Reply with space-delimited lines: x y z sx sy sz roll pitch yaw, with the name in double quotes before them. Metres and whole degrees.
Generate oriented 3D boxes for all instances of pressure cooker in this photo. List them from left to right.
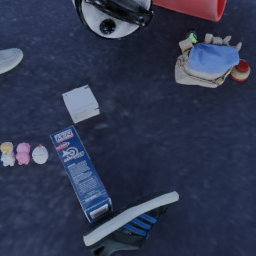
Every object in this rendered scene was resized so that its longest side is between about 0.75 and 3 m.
"pressure cooker" -0.523 -4.147 8.739 2.452 2.490 2.787 -20 48 -1

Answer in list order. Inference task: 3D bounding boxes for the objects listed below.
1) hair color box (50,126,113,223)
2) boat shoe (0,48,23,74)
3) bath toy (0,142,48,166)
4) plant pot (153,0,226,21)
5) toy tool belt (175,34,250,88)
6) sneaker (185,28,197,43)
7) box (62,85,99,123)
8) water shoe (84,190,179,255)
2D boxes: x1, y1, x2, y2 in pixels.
"hair color box" -1.088 1.056 6.559 0.617 1.019 2.038 -25 62 -15
"boat shoe" -4.195 -2.075 8.694 1.875 0.668 0.654 -33 64 -19
"bath toy" -2.737 0.613 7.154 1.382 0.601 0.511 0 36 -5
"plant pot" 2.076 -5.352 9.616 2.637 2.981 2.981 14 59 21
"toy tool belt" 2.573 -2.002 8.192 2.345 1.441 1.464 0 58 0
"sneaker" 1.891 -2.722 8.243 0.370 0.404 0.964 8 18 4
"box" -1.325 -0.680 7.927 0.780 0.512 0.784 -23 61 -13
"water shoe" 0.179 2.149 6.180 2.283 0.816 0.901 -23 87 -14
